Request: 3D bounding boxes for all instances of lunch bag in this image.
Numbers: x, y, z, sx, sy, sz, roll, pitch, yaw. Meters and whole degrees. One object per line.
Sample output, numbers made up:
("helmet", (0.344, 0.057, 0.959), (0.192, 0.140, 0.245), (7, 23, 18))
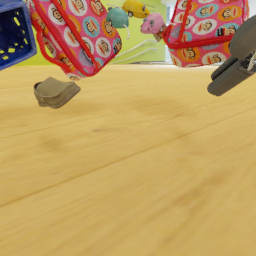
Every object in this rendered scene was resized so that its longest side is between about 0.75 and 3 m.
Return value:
("lunch bag", (-1.758, -3.062, 8.784), (1.218, 2.973, 2.619), (-3, 39, 47))
("lunch bag", (2.348, -3.233, 8.793), (2.638, 1.227, 2.994), (-3, 52, 28))

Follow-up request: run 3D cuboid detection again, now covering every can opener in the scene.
("can opener", (2.117, -1.398, 5.510), (0.862, 0.687, 2.577), (22, -16, -5))

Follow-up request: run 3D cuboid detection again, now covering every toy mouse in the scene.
("toy mouse", (0.207, -3.086, 7.844), (2.294, 0.444, 2.039), (16, 43, 5))

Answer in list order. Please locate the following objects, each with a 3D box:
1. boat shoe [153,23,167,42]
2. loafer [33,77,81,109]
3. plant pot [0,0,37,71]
("boat shoe", (1.057, -3.454, 9.663), (0.561, 0.591, 1.562), (-30, -1, 14))
("loafer", (-1.505, -0.726, 5.573), (1.531, 0.516, 0.582), (-3, 38, 48))
("plant pot", (-3.899, -2.835, 8.029), (1.572, 1.748, 1.748), (37, 56, 25))
